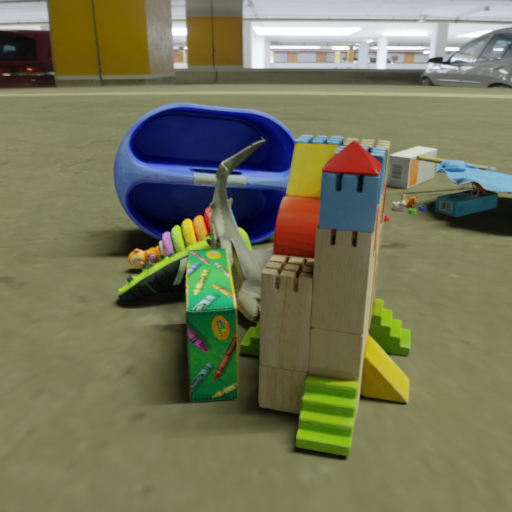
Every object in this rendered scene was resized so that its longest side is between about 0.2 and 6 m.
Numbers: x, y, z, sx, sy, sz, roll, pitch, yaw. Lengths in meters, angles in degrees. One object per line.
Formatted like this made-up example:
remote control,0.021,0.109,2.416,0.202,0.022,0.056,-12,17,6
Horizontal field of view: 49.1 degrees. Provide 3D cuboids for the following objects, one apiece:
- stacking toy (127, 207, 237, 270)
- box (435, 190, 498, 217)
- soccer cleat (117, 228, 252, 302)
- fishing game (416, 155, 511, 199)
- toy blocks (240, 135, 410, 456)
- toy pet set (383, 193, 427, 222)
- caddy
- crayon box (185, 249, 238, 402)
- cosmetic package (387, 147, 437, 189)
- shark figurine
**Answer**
stacking toy,-1.014,-0.129,7.779,1.592,0.924,0.874,-16,39,-4
box,4.035,-1.028,10.716,1.226,0.301,0.505,-13,24,-32
soccer cleat,-0.838,0.234,6.985,1.774,0.719,0.599,-27,9,-11
fishing game,4.697,-1.164,10.296,2.871,0.623,4.009,2,21,-24
toy blocks,0.764,-0.127,5.457,1.665,2.278,3.332,6,20,13
toy pet set,2.428,-1.195,10.635,1.267,0.673,1.183,-16,26,-37
caddy,-0.711,-1.255,8.692,2.938,2.077,1.542,1,15,-17
crayon box,-0.447,0.604,5.511,0.448,0.913,1.536,-2,20,-6
cosmetic package,3.569,-2.025,12.774,0.509,0.724,1.428,17,27,37
shark figurine,-0.117,-0.187,6.618,0.871,2.086,1.247,-13,0,-31
